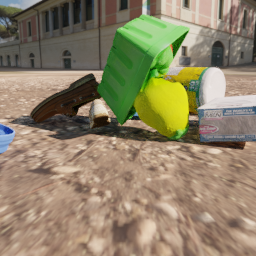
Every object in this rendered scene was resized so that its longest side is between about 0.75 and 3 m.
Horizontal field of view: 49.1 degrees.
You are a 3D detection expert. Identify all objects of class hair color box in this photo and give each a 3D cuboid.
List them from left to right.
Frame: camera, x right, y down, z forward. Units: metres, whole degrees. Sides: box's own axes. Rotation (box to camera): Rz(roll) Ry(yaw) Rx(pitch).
[{"bbox_3d":[2.620,-0.299,6.894,1.293,0.782,2.585,-2,9,26],"label":"hair color box"}]

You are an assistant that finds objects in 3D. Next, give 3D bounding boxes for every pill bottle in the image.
[{"bbox_3d":[1.952,-1.444,10.332,2.801,1.580,1.580,13,18,41],"label":"pill bottle"}]

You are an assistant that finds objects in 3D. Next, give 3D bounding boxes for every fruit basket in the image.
[{"bbox_3d":[0.675,-1.020,6.855,2.776,2.776,2.002,10,40,36],"label":"fruit basket"}]

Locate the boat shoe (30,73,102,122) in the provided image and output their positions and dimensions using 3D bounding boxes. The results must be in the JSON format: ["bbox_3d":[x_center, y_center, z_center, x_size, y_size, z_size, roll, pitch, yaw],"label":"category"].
[{"bbox_3d":[-1.775,-0.676,8.085,2.268,0.771,0.816,-31,1,12],"label":"boat shoe"}]

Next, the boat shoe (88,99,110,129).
[{"bbox_3d":[-0.701,-0.302,6.585,0.494,0.445,1.370,-15,-10,-9],"label":"boat shoe"}]

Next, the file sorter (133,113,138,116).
[{"bbox_3d":[0.772,-0.811,8.898,1.346,0.826,0.934,3,9,11],"label":"file sorter"}]

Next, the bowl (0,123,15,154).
[{"bbox_3d":[-3.351,0.053,5.376,2.169,0.426,2.169,15,4,-1],"label":"bowl"}]
